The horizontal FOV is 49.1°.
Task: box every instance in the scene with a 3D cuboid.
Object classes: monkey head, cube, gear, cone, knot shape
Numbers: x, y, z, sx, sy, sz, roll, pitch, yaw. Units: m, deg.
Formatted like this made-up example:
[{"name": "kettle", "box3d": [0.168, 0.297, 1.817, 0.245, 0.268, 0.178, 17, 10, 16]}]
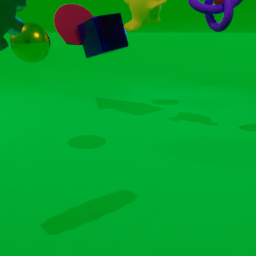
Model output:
[{"name": "monkey head", "box3d": [0.339, -3.298, 7.816, 1.154, 0.966, 1.604, -40, 52, -22]}, {"name": "cube", "box3d": [-0.804, -2.959, 9.011, 1.073, 1.073, 1.073, -26, 17, -35]}, {"name": "gear", "box3d": [-2.099, -1.672, 3.573, 1.498, 1.498, 0.277, -16, 14, -36]}, {"name": "cone", "box3d": [-2.007, -3.302, 9.926, 1.476, 1.476, 1.481, -11, -6, -27]}, {"name": "knot shape", "box3d": [2.211, -3.036, 6.870, 1.399, 1.309, 0.646, 0, 18, 31]}]

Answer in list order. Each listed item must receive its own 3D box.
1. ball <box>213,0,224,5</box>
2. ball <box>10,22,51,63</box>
[{"name": "ball", "box3d": [2.755, -3.856, 8.024, 0.714, 0.714, 0.714, 0, 21, 0]}, {"name": "ball", "box3d": [-2.203, -1.922, 6.337, 0.877, 0.877, 0.877, 0, 21, 0]}]
